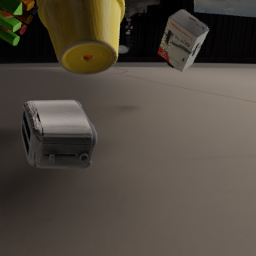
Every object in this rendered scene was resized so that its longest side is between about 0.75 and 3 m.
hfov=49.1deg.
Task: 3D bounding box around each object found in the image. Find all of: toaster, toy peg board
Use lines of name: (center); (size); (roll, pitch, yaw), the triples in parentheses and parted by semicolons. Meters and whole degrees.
toaster: (-0.764, 0.028, 2.968); (0.616, 0.542, 0.954); (0, 35, -29)
toy peg board: (-2.649, -3.157, 6.682); (1.010, 2.065, 2.056); (32, 52, -3)

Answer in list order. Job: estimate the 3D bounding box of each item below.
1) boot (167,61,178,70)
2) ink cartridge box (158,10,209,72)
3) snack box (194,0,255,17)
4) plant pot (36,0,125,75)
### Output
boot: (1.925, -2.907, 12.151); (0.312, 0.843, 0.691); (-42, 43, -3)
ink cartridge box: (1.500, -2.410, 7.822); (0.976, 1.353, 0.566); (42, 62, 15)
snack box: (3.043, -3.382, 6.860); (2.199, 0.744, 1.854); (-29, 37, -25)
plant pot: (-1.374, -3.201, 8.708); (2.751, 2.588, 2.751); (-8, -18, -3)
